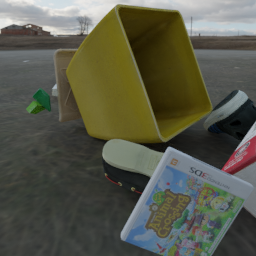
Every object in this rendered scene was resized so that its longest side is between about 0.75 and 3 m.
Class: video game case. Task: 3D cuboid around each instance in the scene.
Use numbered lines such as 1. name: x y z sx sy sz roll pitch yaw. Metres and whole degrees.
1. video game case: 0.616 0.888 2.965 1.021 1.122 0.124 25 12 -10

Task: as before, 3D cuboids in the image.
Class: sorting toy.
1. sorting toy: -1.588 -1.170 7.728 0.390 1.958 2.648 15 21 41

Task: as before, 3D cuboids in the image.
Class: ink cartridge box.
1. ink cartridge box: 2.612 -0.127 3.698 1.096 1.940 2.644 42 59 9

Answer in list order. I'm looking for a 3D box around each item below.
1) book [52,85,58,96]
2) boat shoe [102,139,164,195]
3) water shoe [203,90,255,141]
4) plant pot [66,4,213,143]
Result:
1. book: -2.266 -1.720 11.829 1.438 0.517 2.153 6 24 -6
2. boat shoe: 0.481 0.792 4.478 1.938 0.607 0.709 20 46 14
3. water shoe: 2.430 -0.064 6.550 1.020 0.924 2.584 50 7 13
4. plant pot: 0.127 -1.089 6.990 2.424 2.748 2.748 -17 5 40
